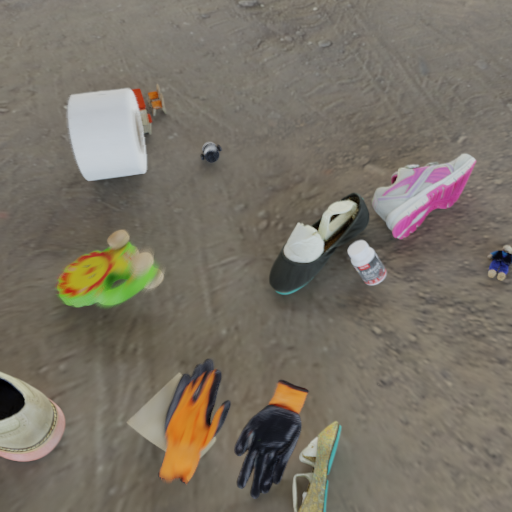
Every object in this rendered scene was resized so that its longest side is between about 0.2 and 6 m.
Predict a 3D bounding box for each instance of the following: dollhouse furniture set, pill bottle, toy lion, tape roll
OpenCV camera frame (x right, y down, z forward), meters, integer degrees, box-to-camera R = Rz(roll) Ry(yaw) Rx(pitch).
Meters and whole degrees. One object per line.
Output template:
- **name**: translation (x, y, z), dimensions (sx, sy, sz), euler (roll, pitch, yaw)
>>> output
- **dollhouse furniture set**: translation (-2.749, -3.410, 12.825), dimensions (1.337, 0.689, 1.322), euler (-15, 54, -11)
- **pill bottle**: translation (1.970, 0.121, 10.005), dimensions (0.448, 0.773, 0.448), euler (-28, 31, 19)
- **toy lion**: translation (-2.663, 0.354, 9.811), dimensions (1.587, 0.568, 1.655), euler (-38, 41, -16)
- **tape roll**: translation (-2.966, -2.441, 11.365), dimensions (1.180, 1.718, 1.718), euler (-7, 53, -3)

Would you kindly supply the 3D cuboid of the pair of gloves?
- **pair of gloves**: translation (-0.324, 2.427, 7.845), dimensions (1.940, 0.240, 1.728), euler (17, 90, -13)

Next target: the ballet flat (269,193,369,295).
- **ballet flat**: translation (1.132, -0.367, 10.356), dimensions (0.872, 0.878, 2.566), euler (30, 57, 33)

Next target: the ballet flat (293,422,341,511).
- **ballet flat**: translation (0.821, 3.067, 7.930), dimensions (0.573, 0.573, 1.620), euler (12, 56, 9)

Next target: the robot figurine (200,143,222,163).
- **robot figurine**: translation (-0.975, -2.228, 12.110), dimensions (0.405, 0.336, 0.539), euler (4, 35, -21)

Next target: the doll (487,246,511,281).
- **doll**: translation (4.596, 0.112, 10.418), dimensions (0.578, 0.205, 0.847), euler (19, 48, 24)

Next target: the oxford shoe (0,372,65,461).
- **oxford shoe**: translation (-4.680, 1.954, 8.269), dimensions (3.661, 1.352, 1.296), euler (8, 53, 6)

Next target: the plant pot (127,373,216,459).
- **plant pot**: translation (-1.138, 2.461, 8.182), dimensions (1.086, 1.017, 1.017), euler (47, 63, 3)

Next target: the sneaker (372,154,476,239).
- **sneaker**: translation (3.309, -1.429, 11.095), dimensions (2.507, 1.020, 1.106), euler (-31, 61, -22)
